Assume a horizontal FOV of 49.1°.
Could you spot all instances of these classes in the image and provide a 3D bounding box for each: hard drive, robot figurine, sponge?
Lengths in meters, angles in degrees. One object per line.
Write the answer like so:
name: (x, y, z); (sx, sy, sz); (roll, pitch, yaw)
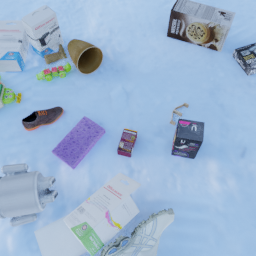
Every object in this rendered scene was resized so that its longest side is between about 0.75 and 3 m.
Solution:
hard drive: (-1.875, 3.561, 9.211); (2.025, 0.270, 1.336); (-24, 64, -14)
robot figurine: (-3.643, 2.222, 9.328); (2.444, 1.380, 2.072); (-8, 89, -5)
sponge: (-1.894, 0.530, 10.896); (1.112, 0.297, 1.993); (32, 67, 17)

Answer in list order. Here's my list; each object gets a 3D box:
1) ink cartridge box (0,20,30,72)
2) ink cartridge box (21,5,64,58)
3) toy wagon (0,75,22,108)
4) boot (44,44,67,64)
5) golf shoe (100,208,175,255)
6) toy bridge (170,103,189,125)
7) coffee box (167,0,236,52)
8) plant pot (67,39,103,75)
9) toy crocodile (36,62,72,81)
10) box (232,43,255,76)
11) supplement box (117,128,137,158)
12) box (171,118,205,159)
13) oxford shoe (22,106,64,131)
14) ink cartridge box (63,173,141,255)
ink cartridge box: (-5.474, -3.824, 12.997); (1.456, 0.851, 2.510); (1, 61, 0)
ink cartridge box: (-3.814, -4.350, 12.720); (1.341, 1.848, 0.774); (-41, 68, -20)
toy wagon: (-5.991, -1.391, 11.808); (2.875, 0.569, 2.230); (-1, 61, 0)
boot: (-3.461, -3.480, 13.117); (1.002, 0.332, 0.878); (-20, 63, -10)
golf shoe: (0.555, 3.625, 8.638); (2.794, 1.094, 1.358); (-28, 65, -24)
toy bridge: (2.052, -0.621, 11.614); (0.405, 0.164, 1.205); (32, 66, 19)
coffee box: (3.355, -4.840, 13.168); (2.754, 1.556, 1.099); (20, 63, 12)
plant pot: (-2.069, -3.369, 12.559); (1.354, 1.354, 1.453); (-34, 59, -17)
toy crocodile: (-3.300, -2.498, 12.468); (1.610, 0.497, 0.544); (-16, 62, -8)
box: (5.937, -3.258, 12.920); (1.734, 0.431, 1.367); (-19, 63, -11)
supplement box: (-0.020, 0.567, 10.796); (0.552, 0.428, 1.000); (14, 62, 8)
box: (2.163, 0.414, 10.249); (0.935, 1.529, 0.811); (9, 61, 5)
oxford shoe: (-3.409, -0.461, 11.258); (1.715, 0.622, 0.610); (-29, 65, -15)
ink cartridge box: (-0.651, 2.590, 8.800); (2.406, 0.810, 1.409); (-38, 27, -22)
